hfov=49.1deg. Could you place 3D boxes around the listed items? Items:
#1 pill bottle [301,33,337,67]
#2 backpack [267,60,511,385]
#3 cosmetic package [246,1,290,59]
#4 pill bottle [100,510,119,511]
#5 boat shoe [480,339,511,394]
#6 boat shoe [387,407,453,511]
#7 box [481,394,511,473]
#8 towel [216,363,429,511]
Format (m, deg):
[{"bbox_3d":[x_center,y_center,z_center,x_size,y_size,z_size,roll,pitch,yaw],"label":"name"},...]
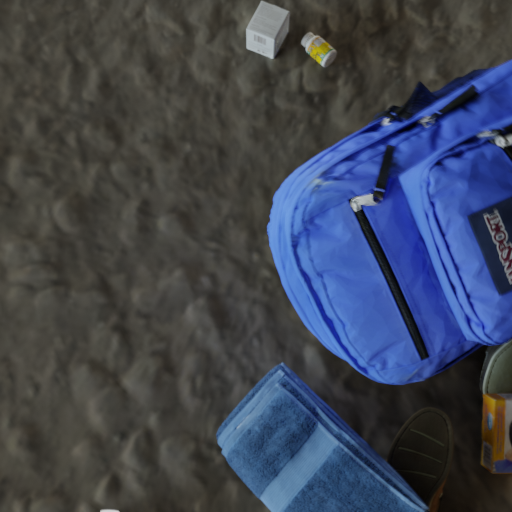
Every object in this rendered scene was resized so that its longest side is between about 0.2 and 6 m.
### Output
[{"bbox_3d":[1.269,-4.225,11.435,0.396,0.396,0.703,-41,77,-11],"label":"pill bottle"},{"bbox_3d":[2.631,-0.503,8.223,4.763,3.997,3.871,-26,94,-2],"label":"backpack"},{"bbox_3d":[0.240,-4.598,11.417,0.641,0.637,0.766,25,76,7],"label":"cosmetic package"},{"bbox_3d":[-2.362,4.413,8.882,0.397,0.397,0.665,3,72,1],"label":"pill bottle"},{"bbox_3d":[4.372,1.505,9.548,0.748,0.631,2.097,30,86,-9],"label":"boat shoe"},{"bbox_3d":[2.478,3.683,8.873,0.925,0.875,2.573,16,76,25],"label":"boat shoe"},{"bbox_3d":[4.711,2.867,9.101,2.017,0.418,1.201,1,92,-4],"label":"box"},{"bbox_3d":[0.912,3.358,8.557,1.807,0.785,3.236,-47,64,-3],"label":"towel"}]
